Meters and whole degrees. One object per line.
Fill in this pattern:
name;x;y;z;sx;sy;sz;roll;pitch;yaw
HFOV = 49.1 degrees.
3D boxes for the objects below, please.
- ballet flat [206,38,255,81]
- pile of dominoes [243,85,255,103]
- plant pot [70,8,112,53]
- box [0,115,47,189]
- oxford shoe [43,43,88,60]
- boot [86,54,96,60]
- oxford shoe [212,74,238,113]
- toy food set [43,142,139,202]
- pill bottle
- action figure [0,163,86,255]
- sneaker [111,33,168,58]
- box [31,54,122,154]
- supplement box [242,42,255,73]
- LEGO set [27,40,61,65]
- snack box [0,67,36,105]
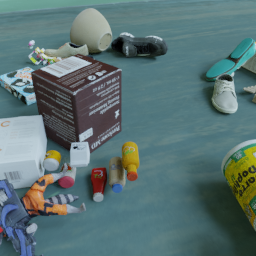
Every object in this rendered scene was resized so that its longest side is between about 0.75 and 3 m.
ballet flat;4.264;-2.565;11.395;2.429;0.855;0.818;-43;41;0
pile of dominoes;5.254;-1.195;10.313;1.782;0.284;1.389;-14;37;-31
plant pot;-1.555;-4.408;13.349;1.356;2.020;2.020;39;49;20
box;-2.776;0.578;7.167;1.156;0.906;1.858;-6;37;-7
oxford shoe;-2.892;-3.619;13.041;2.162;0.798;0.765;1;36;2
boot;-1.146;-1.583;9.949;1.393;1.658;0.633;36;35;10
oxford shoe;3.453;-1.278;9.970;0.842;0.647;2.240;9;39;8
toy food set;-0.846;1.034;6.418;2.213;1.056;0.996;-3;37;-1
pill bottle;2.956;1.418;5.662;1.320;1.320;2.341;-5;37;-7
action figure;-1.883;1.868;5.648;2.019;1.092;2.088;-22;66;-17
sneaker;0.417;-3.762;13.163;2.964;0.985;1.341;21;44;32
box;-1.344;-0.677;7.858;1.730;2.107;1.748;26;44;30
supplement box;6.334;-2.663;11.519;1.767;1.031;2.805;-16;39;-21
LEGO set;-3.791;-3.101;12.523;1.707;0.785;0.635;34;58;-1
snack box;-3.806;-1.648;10.660;1.287;0.411;2.215;-30;45;-34
